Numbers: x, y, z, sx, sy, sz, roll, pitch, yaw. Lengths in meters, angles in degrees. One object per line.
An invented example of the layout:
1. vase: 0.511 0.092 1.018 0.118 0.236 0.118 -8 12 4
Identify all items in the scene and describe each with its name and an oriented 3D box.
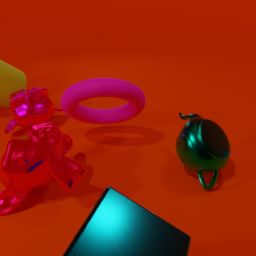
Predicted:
1. teapot: 1.376 0.323 5.455 1.096 0.863 1.762 9 58 -33
2. cube: -0.149 1.553 2.982 1.101 1.101 1.101 31 35 4
3. ring: -0.532 -0.534 6.184 1.851 1.851 0.370 -2 70 -4
4. monkey head: -2.524 -0.504 7.179 1.680 1.012 1.208 -29 27 -38
5. cylinder: -3.677 -1.296 7.798 1.175 1.175 1.175 20 -4 32
6. monkey head: -1.462 0.683 4.893 1.437 1.204 1.998 33 52 7
